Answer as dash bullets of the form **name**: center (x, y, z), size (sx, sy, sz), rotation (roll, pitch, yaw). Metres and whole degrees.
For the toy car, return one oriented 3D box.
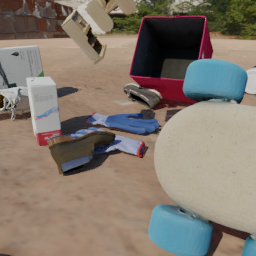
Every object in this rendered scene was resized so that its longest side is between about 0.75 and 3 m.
- **toy car**: center (2.083, 0.718, 4.776), size (2.641, 2.753, 2.986), rotation (13, -4, 28)

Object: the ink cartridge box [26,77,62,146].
- **ink cartridge box**: center (-2.397, -0.529, 8.018), size (0.701, 1.693, 1.234), rotation (-9, 23, -21)

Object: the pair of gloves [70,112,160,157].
- **pair of gloves**: center (-0.388, 0.117, 8.280), size (2.359, 0.334, 2.935), rotation (8, 25, 16)

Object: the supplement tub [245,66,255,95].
- **supplement tub**: center (6.140, -2.339, 13.200), size (1.212, 1.212, 1.978), rotation (16, 27, 34)

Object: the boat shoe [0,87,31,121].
- **boat shoe**: center (-4.120, -0.846, 9.460), size (2.804, 1.036, 1.195), rotation (4, 25, -39)

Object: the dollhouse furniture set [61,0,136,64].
- **dollhouse furniture set**: center (-0.457, -2.617, 6.683), size (1.847, 1.202, 1.696), rotation (-30, 31, 24)

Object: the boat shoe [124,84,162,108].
- **boat shoe**: center (0.409, -1.281, 11.252), size (2.211, 0.739, 0.630), rotation (21, 68, 50)

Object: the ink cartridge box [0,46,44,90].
- **ink cartridge box**: center (-4.922, -1.993, 10.937), size (2.970, 2.177, 1.233), rotation (-20, 23, -38)

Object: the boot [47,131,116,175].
- **boot**: center (-0.998, 0.583, 6.737), size (1.747, 0.847, 0.653), rotation (-7, -22, -31)

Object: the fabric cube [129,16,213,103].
- **fabric cube**: center (1.825, -2.605, 11.033), size (2.500, 2.452, 2.492), rotation (10, -10, 25)
